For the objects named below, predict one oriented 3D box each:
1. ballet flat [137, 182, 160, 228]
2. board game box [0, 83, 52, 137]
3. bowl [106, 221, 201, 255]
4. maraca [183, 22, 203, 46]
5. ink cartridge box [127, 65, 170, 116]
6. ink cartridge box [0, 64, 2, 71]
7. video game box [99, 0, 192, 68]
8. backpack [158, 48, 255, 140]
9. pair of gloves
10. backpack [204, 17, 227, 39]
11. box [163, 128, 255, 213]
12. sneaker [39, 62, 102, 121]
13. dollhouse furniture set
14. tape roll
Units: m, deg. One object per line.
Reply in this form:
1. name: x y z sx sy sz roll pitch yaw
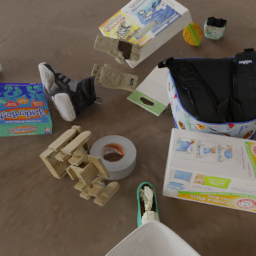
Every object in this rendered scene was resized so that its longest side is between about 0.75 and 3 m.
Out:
1. ballet flat: 0.455 1.889 6.361 0.513 0.536 1.524 -4 47 -5
2. board game box: -3.267 -0.623 8.532 1.551 0.459 2.040 -4 45 -26
3. bowl: 0.469 3.158 4.951 2.285 0.853 2.281 -34 55 -29
4. maraca: 2.659 -4.012 11.694 0.760 0.974 1.420 -23 49 12
5. ink cartridge box: 1.069 -1.234 9.400 1.352 0.446 1.859 32 71 27
6. ink cartridge box: -5.586 -2.872 9.758 1.588 2.166 0.900 21 53 20
7. video game box: 0.594 -4.114 11.106 2.899 0.678 2.641 -38 51 3
8. backpack: 2.332 -0.675 7.703 2.801 2.157 2.668 -5 42 6
9. pair of gloves: -0.418 -2.263 9.800 1.653 0.341 1.944 7 79 -9
10. backpack: 3.700 -4.254 11.986 0.895 0.781 1.018 17 37 11
11. box: 2.091 1.003 6.660 2.325 1.308 1.178 9 47 8
12. sneaker: -1.884 -1.376 9.199 1.467 0.973 2.579 -24 57 -22
13. dollhouse furniture set: -1.059 0.691 6.806 1.844 1.616 1.225 7 42 45
14. tape roll: -0.394 0.774 7.506 1.228 0.406 1.228 1 47 -1
